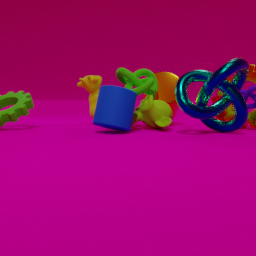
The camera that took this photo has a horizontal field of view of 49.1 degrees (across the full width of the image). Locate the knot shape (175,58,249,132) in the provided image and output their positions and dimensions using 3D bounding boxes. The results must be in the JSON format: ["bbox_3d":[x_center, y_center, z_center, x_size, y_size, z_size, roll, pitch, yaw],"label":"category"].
[{"bbox_3d":[2.168,-0.856,7.327,1.931,2.064,0.954,5,21,-6],"label":"knot shape"}]

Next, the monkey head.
[{"bbox_3d":[0.701,-0.324,8.546,1.065,1.272,1.768,44,2,-9],"label":"monkey head"}]

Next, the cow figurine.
[{"bbox_3d":[-1.120,-1.028,9.803,0.861,1.568,1.543,-12,-26,25],"label":"cow figurine"}]

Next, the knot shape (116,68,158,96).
[{"bbox_3d":[0.329,-1.375,8.606,1.436,0.663,1.343,10,28,-11],"label":"knot shape"}]

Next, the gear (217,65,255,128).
[{"bbox_3d":[3.696,-0.953,8.659,0.354,1.913,1.913,-2,6,-39],"label":"gear"}]

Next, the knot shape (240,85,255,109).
[{"bbox_3d":[4.641,-1.074,10.461,1.236,1.321,0.610,-42,-17,19],"label":"knot shape"}]

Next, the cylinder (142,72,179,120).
[{"bbox_3d":[1.206,-1.062,10.042,1.375,1.375,1.375,0,-29,-3],"label":"cylinder"}]

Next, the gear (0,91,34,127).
[{"bbox_3d":[-3.813,-0.626,8.763,1.638,0.303,1.638,-7,35,5],"label":"gear"}]

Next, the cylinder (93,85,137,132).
[{"bbox_3d":[-0.356,-0.522,7.739,1.060,1.060,1.060,11,-6,1],"label":"cylinder"}]

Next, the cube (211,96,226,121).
[{"bbox_3d":[3.551,-0.718,9.988,0.839,0.839,0.839,-16,-15,23],"label":"cube"}]
